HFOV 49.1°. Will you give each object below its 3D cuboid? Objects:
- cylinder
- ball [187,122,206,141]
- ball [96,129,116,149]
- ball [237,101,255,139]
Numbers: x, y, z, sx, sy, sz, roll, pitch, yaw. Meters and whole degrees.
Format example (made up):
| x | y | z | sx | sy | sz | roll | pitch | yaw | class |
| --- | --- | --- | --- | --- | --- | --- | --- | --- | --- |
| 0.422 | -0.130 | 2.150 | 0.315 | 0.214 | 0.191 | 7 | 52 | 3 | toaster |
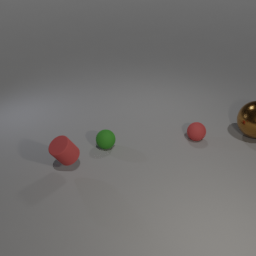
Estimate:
| x | y | z | sx | sy | sz | roll | pitch | yaw | class |
| --- | --- | --- | --- | --- | --- | --- | --- | --- | --- |
| -1.947 | 0.694 | 8.574 | 0.700 | 0.700 | 0.700 | -13 | 52 | 17 | cylinder |
| 2.549 | 0.130 | 10.428 | 0.700 | 0.700 | 0.700 | 0 | 31 | 0 | ball |
| -0.792 | 0.400 | 9.955 | 0.700 | 0.700 | 0.700 | 0 | 31 | 0 | ball |
| 4.755 | -0.310 | 10.315 | 1.400 | 1.400 | 1.400 | 0 | 31 | 0 | ball |
